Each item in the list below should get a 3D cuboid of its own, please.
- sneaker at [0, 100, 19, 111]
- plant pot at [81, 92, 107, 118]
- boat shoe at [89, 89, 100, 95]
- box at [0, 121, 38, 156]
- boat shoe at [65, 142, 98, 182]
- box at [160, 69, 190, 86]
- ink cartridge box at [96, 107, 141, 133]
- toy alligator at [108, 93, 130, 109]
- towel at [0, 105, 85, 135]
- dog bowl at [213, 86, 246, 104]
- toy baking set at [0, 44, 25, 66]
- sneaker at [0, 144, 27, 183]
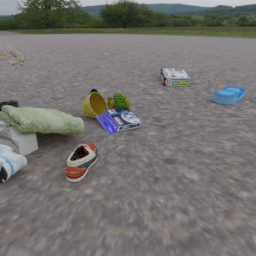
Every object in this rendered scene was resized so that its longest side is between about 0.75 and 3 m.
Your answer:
[{"bbox_3d":[-4.313,-0.816,10.163,0.485,0.324,0.846,3,17,24],"label":"sneaker"},{"bbox_3d":[-1.206,-0.695,9.409,0.612,0.862,0.862,-20,9,34],"label":"plant pot"},{"bbox_3d":[-1.251,-1.040,10.429,0.549,0.549,1.561,-3,24,-12],"label":"boat shoe"},{"bbox_3d":[-3.106,0.267,7.330,1.498,0.512,0.616,13,26,28],"label":"box"},{"bbox_3d":[-1.056,0.644,6.480,0.549,0.483,1.543,2,21,9],"label":"boat shoe"},{"bbox_3d":[2.354,-2.650,14.431,1.275,0.402,2.318,1,23,3],"label":"box"},{"bbox_3d":[-0.317,-0.279,8.796,1.103,0.239,1.093,-12,36,-25],"label":"ink cartridge box"},{"bbox_3d":[-0.287,-0.907,10.130,0.708,0.513,2.135,-5,23,-11],"label":"toy alligator"},{"bbox_3d":[-2.495,-0.283,7.956,1.869,0.460,2.520,2,11,-35],"label":"towel"},{"bbox_3d":[4.071,-1.322,11.277,0.907,0.404,1.628,21,31,40],"label":"dog bowl"},{"bbox_3d":[-2.985,-1.908,7.216,0.656,0.099,0.855,19,39,-23],"label":"toy baking set"},{"bbox_3d":[-3.131,0.633,6.391,1.955,0.733,0.847,20,23,23],"label":"sneaker"}]
